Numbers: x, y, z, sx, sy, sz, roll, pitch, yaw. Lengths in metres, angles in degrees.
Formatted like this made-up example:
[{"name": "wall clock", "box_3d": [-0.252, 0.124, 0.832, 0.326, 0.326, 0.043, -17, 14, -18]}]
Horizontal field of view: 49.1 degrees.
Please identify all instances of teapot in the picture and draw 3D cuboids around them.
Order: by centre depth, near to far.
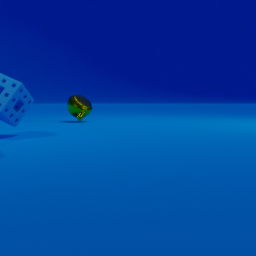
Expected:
[{"name": "teapot", "box_3d": [-1.830, -0.761, 10.302, 0.951, 0.749, 1.529, 19, 29, -32]}]

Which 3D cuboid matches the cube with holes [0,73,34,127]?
[{"name": "cube with holes", "box_3d": [-2.522, -0.584, 5.717, 0.714, 0.714, 0.714, 24, -20, 12]}]
